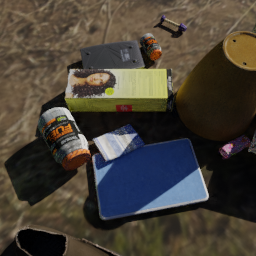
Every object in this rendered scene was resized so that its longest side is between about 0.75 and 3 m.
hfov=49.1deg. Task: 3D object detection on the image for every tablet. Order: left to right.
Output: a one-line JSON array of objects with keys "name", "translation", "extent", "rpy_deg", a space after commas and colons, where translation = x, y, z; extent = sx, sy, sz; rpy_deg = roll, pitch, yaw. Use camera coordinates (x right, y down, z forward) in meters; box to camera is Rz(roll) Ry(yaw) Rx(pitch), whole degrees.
[{"name": "tablet", "translation": [0.501, 1.203, 6.919], "extent": [2.620, 0.179, 1.704], "rpy_deg": [-10, 61, -4]}]

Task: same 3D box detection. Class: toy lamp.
[{"name": "toy lamp", "translation": [1.559, -3.538, 9.540], "extent": [0.946, 0.275, 0.275], "rpy_deg": [32, 65, 19]}]

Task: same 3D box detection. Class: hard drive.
[{"name": "hard drive", "translation": [-0.494, -2.077, 8.640], "extent": [1.819, 0.385, 1.227], "rpy_deg": [-10, 61, -6]}]

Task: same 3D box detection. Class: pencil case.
[{"name": "pencil case", "translation": [2.756, 0.494, 7.239], "extent": [0.823, 0.360, 0.360], "rpy_deg": [-27, 64, -13]}]

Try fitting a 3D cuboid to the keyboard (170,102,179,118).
[{"name": "keyboard", "translation": [1.741, -0.774, 7.995], "extent": [1.281, 0.254, 0.667], "rpy_deg": [-19, 62, -11]}]

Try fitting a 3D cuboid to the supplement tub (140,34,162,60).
[{"name": "supplement tub", "translation": [0.731, -2.552, 8.851], "extent": [0.486, 0.486, 0.793], "rpy_deg": [-20, 63, -11]}]

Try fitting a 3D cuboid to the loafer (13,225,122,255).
[{"name": "loafer", "translation": [-1.135, 2.718, 5.599], "extent": [2.807, 1.001, 1.024], "rpy_deg": [15, 62, 8]}]

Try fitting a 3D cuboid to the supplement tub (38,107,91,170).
[{"name": "supplement tub", "translation": [-1.587, 0.272, 7.035], "extent": [0.901, 0.901, 1.470], "rpy_deg": [-29, 65, -15]}]

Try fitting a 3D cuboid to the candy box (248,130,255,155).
[{"name": "candy box", "translation": [4.532, 0.176, 6.956], "extent": [2.410, 0.862, 2.022], "rpy_deg": [27, 64, 6]}]

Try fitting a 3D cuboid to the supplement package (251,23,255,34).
[{"name": "supplement package", "translation": [4.462, -2.316, 8.003], "extent": [1.729, 1.716, 2.278], "rpy_deg": [18, 62, 10]}]

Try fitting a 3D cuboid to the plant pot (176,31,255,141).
[{"name": "plant pot", "translation": [2.502, -1.126, 6.929], "extent": [2.182, 2.341, 2.182], "rpy_deg": [1, 65, -3]}]

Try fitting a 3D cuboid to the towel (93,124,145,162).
[{"name": "towel", "translation": [-0.248, 0.364, 7.290], "extent": [1.145, 0.136, 0.841], "rpy_deg": [-22, 50, -16]}]

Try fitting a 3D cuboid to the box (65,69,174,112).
[{"name": "box", "translation": [-0.214, -1.043, 7.814], "extent": [2.891, 0.725, 1.088], "rpy_deg": [0, 60, 2]}]
